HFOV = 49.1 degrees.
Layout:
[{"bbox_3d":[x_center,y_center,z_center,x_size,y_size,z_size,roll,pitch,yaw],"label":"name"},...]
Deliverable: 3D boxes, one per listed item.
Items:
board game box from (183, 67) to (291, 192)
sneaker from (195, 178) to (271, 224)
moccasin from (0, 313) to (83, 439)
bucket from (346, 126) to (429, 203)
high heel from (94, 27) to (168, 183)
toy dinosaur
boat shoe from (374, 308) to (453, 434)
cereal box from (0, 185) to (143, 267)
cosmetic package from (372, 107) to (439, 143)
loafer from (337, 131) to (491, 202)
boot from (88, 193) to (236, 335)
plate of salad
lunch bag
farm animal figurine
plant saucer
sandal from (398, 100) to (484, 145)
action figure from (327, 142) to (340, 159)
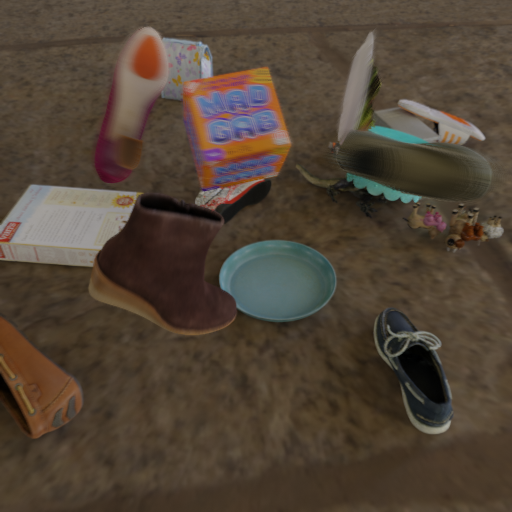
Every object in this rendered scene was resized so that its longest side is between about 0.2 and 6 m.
[{"bbox_3d":[-0.419,-2.282,10.348,1.539,1.540,1.541,-14,80,-10],"label":"board game box"},{"bbox_3d":[-0.552,-1.482,13.038,0.988,0.615,1.843,33,53,29],"label":"sneaker"},{"bbox_3d":[-4.190,1.793,8.900,3.152,1.153,1.217,34,42,21],"label":"moccasin"},{"bbox_3d":[3.113,-2.150,12.922,1.933,1.257,1.933,13,24,-6],"label":"bucket"},{"bbox_3d":[-2.534,-2.883,10.782,1.000,1.425,2.965,20,74,-31],"label":"high heel"},{"bbox_3d":[2.317,-1.606,13.204,3.114,0.739,1.372,8,37,15],"label":"toy dinosaur"},{"bbox_3d":[2.555,1.680,9.201,0.917,0.757,2.449,-2,40,-2],"label":"boat shoe"},{"bbox_3d":[-3.827,-0.663,12.087,2.984,0.590,2.147,4,41,5],"label":"cereal box"},{"bbox_3d":[3.924,-3.202,14.944,1.001,0.845,1.873,-11,44,-12],"label":"cosmetic package"},{"bbox_3d":[2.181,-1.231,8.160,2.301,0.865,0.801,16,31,28],"label":"loafer"},{"bbox_3d":[-0.899,0.188,7.503,2.360,1.963,0.854,16,46,-30],"label":"boot"},{"bbox_3d":[2.005,-2.970,10.616,0.568,2.364,2.364,11,41,3],"label":"plate of salad"},{"bbox_3d":[-2.125,-5.711,17.146,1.485,1.751,1.113,10,42,13],"label":"lunch bag"},{"bbox_3d":[4.151,-0.568,11.897,1.583,0.834,1.600,-16,34,-36],"label":"farm animal figurine"},{"bbox_3d":[0.413,0.508,10.941,2.266,0.310,2.266,1,40,0],"label":"plant saucer"},{"bbox_3d":[4.940,-3.531,15.300,2.511,0.720,0.962,21,29,-1],"label":"sandal"},{"bbox_3d":[2.294,-2.905,14.899,0.774,0.419,0.800,9,40,-3],"label":"action figure"}]
